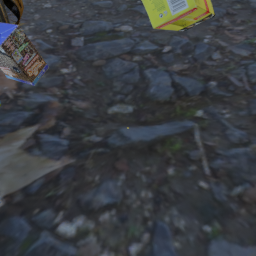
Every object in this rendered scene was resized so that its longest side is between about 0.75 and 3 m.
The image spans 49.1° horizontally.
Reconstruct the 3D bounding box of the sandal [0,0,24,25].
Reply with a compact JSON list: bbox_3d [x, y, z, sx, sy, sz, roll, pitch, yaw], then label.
[{"bbox_3d":[-3.089,-3.333,7.151,0.738,1.106,2.706,-11,91,-23],"label":"sandal"}]

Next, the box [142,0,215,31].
[{"bbox_3d":[1.340,-2.845,6.659,1.032,0.687,2.741,-19,7,28],"label":"box"}]

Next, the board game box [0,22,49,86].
[{"bbox_3d":[-2.657,-1.704,6.449,1.025,1.285,0.622,18,66,28],"label":"board game box"}]
